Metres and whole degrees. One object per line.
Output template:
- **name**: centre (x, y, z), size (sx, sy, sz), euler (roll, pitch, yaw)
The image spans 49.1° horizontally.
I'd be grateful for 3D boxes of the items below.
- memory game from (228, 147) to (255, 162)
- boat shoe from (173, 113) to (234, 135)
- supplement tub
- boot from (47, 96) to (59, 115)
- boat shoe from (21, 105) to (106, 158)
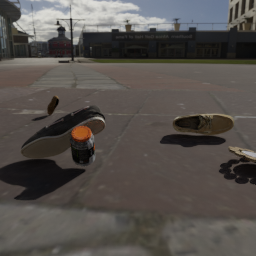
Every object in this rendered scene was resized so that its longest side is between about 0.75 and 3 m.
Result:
- **memory game**: centre (2.707, 0.612, 5.910), size (1.172, 0.075, 1.172), euler (13, 10, -2)
- **boat shoe**: centre (2.097, -0.119, 7.809), size (1.697, 0.612, 0.551), euler (1, -3, 11)
- **supplement tub**: centre (-0.908, 0.365, 5.623), size (0.480, 0.783, 0.480), euler (2, 45, -2)
- **boot**: centre (-2.751, -0.802, 10.307), size (0.281, 0.763, 0.288), euler (14, 17, -40)
- **boat shoe**: centre (-1.430, 0.091, 6.221), size (1.995, 0.667, 0.568), euler (-23, 47, 6)
